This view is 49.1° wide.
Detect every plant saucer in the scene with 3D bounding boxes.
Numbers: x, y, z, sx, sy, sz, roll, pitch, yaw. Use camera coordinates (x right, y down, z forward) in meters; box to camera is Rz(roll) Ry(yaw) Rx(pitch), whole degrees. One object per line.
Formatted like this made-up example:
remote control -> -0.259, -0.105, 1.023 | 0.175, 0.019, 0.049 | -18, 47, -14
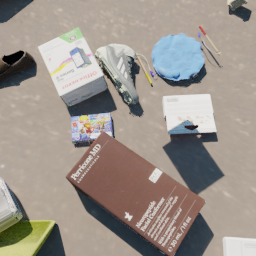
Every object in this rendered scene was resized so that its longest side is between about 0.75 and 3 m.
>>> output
plant saucer -> -3.038, 2.660, 5.766 | 2.556, 2.552, 0.612 | -2, 92, 0

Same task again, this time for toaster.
toaster -> -3.225, 1.921, 6.700 | 0.988, 0.869, 1.530 | -28, 62, -19

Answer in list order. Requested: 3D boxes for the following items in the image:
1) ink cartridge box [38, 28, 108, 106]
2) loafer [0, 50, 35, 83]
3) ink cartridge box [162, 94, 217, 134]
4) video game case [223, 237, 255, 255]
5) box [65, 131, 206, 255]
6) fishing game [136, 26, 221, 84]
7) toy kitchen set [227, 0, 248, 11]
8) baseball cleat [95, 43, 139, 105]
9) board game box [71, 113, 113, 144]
ink cartridge box -> -1.604, -1.786, 8.259 | 1.372, 0.826, 1.888 | -26, 72, -2
loafer -> -3.791, -1.924, 8.485 | 1.817, 0.645, 0.664 | -30, 70, -12
ink cartridge box -> 1.737, -0.362, 8.020 | 1.392, 0.303, 1.208 | -3, 68, -1
video game case -> 3.575, 3.831, 6.237 | 2.710, 0.321, 2.467 | 3, 67, 1
box -> 0.160, 1.561, 6.790 | 2.992, 1.121, 1.498 | 32, 71, 15
fishing game -> 1.570, -2.193, 8.779 | 2.388, 0.371, 1.710 | -27, 69, -3
toy kitchen set -> 4.516, -4.368, 9.600 | 1.730, 1.386, 1.019 | 29, 65, -28
baseball cleat -> -0.080, -1.757, 8.352 | 1.178, 0.772, 2.213 | -30, 71, -12
board game box -> -1.018, 0.006, 7.916 | 1.141, 0.197, 0.773 | -5, 67, -2
